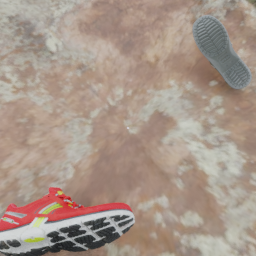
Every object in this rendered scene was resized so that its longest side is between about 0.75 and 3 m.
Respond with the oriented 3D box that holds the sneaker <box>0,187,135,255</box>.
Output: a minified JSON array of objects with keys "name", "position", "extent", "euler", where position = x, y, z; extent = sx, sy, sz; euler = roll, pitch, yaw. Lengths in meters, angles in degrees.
[{"name":"sneaker","position":[-1.292,1.670,5.456],"extent":[2.841,1.094,1.206],"euler":[-11,45,9]}]

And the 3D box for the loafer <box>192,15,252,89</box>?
[{"name":"loafer","position":[2.522,-2.032,7.742],"extent":[0.858,0.795,2.281],"euler":[-29,84,14]}]
